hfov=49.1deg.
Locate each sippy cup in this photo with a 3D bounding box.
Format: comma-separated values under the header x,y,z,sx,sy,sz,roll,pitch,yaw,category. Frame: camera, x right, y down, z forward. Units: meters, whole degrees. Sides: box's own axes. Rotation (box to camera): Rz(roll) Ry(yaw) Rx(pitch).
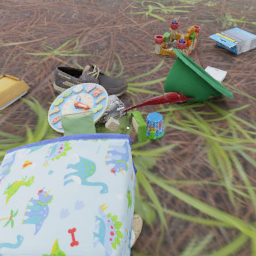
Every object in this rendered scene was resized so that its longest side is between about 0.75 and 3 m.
x,y,z,sx,sy,sz,roll,pitch,yaw,category
0.769,-0.105,8.203,0.641,0.599,0.817,-17,43,-20,sippy cup

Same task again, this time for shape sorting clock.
x,y,z,sx,sy,sz,roll,pitch,yaw,category
-1.569,-0.677,8.704,2.019,0.396,2.019,-9,48,10,shape sorting clock

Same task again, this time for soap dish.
x,y,z,sx,sy,sz,roll,pitch,yaw,category
-4.281,-1.278,9.573,1.103,0.570,1.402,20,44,21,soap dish

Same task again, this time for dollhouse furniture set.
x,y,z,sx,sy,sz,roll,pitch,yaw,category
-0.662,0.151,7.473,2.205,1.102,0.851,-8,32,-9,dollhouse furniture set

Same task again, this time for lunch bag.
x,y,z,sx,sy,sz,roll,pitch,yaw,category
-1.258,1.402,4.896,2.670,1.701,2.270,0,50,7,lunch bag

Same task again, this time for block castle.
x,y,z,sx,sy,sz,roll,pitch,yaw,category
2.211,-4.017,12.364,1.467,1.030,2.195,20,45,21,block castle

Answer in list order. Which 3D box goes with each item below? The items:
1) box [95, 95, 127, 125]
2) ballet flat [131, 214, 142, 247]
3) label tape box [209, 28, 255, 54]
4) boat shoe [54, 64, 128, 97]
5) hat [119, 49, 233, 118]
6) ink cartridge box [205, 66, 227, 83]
x,y,z,sx,sy,sz,roll,pitch,yaw,category
-0.733,-0.608,9.026,1.139,0.275,0.902,-20,45,-22,box
-0.342,2.332,5.351,1.812,0.639,0.592,-32,10,-24,ballet flat
4.665,-3.838,12.509,1.793,0.593,1.285,-24,46,-22,label tape box
-1.334,-1.638,9.672,2.656,0.974,0.989,3,41,4,boat shoe
1.603,-1.019,9.501,2.860,2.518,2.369,33,22,-15,hat
3.279,-2.029,10.740,0.812,0.165,0.814,24,46,25,ink cartridge box
